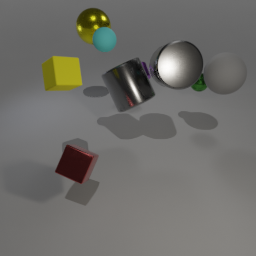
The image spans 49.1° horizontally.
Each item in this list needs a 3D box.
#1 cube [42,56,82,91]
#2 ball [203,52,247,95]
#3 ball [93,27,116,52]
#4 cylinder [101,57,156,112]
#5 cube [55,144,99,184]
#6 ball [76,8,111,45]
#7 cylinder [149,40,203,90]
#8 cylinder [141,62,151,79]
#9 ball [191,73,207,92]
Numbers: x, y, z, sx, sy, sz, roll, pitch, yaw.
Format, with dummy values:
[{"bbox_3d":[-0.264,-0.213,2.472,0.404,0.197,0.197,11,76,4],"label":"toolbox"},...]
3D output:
[{"bbox_3d":[-1.654,-1.337,6.989,0.700,0.700,0.700,-7,-1,-40],"label":"cube"},{"bbox_3d":[3.278,-1.836,9.491,1.400,1.400,1.400,0,30,0],"label":"ball"},{"bbox_3d":[-0.688,-2.584,8.209,0.700,0.700,0.700,0,30,0],"label":"ball"},{"bbox_3d":[0.021,-1.438,9.424,1.400,1.400,1.400,-25,9,4],"label":"cylinder"},{"bbox_3d":[-1.198,0.845,6.691,0.700,0.700,0.700,23,-1,5],"label":"cube"},{"bbox_3d":[-1.380,-4.062,11.230,1.400,1.400,1.400,0,30,0],"label":"ball"},{"bbox_3d":[1.444,-1.932,8.689,1.400,1.400,1.400,-2,12,-3],"label":"cylinder"},{"bbox_3d":[0.566,-2.443,12.362,0.700,0.700,0.700,-13,77,-22],"label":"cylinder"},{"bbox_3d":[2.682,-1.714,10.519,0.700,0.700,0.700,0,30,0],"label":"ball"}]
